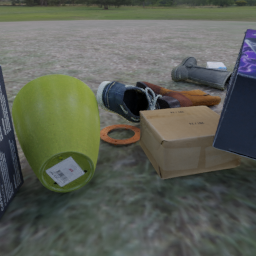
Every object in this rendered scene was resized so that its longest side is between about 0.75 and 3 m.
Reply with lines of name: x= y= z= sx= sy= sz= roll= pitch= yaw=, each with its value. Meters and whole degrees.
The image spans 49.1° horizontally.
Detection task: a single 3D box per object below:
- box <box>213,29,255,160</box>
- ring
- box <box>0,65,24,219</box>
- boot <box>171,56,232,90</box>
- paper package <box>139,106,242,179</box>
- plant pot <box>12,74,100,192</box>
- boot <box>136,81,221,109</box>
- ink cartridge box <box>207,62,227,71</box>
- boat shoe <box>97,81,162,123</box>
box: x=2.750 y=-0.585 z=4.872 sx=1.932 sy=1.362 sz=2.611 roll=16 pitch=37 yaw=15
ring: x=-0.168 y=0.164 z=6.848 sx=1.060 sy=0.102 sz=1.060 roll=0 pitch=24 yaw=0
box: x=-2.465 y=0.431 z=3.748 sx=1.147 sy=2.203 sz=2.006 roll=0 pitch=25 yaw=1
boot: x=3.121 y=-2.240 z=11.170 sx=2.264 sy=0.821 sz=2.058 roll=10 pitch=40 yaw=35
paper package: x=1.213 y=0.210 z=5.843 sx=1.657 sy=0.857 sz=1.580 roll=-7 pitch=26 yaw=-13
plant pot: x=-1.219 y=0.207 z=5.144 sx=1.756 sy=1.756 sz=1.877 roll=-7 pitch=36 yaw=-15
boot: x=1.525 y=-1.110 z=8.865 sx=2.126 sy=0.728 sz=2.002 roll=-14 pitch=27 yaw=-31
ink cartridge box: x=3.866 y=-2.588 z=12.372 sx=0.719 sy=0.424 sz=1.249 roll=4 pitch=25 yaw=8
boat shoe: x=0.245 y=-0.580 z=6.774 sx=0.745 sy=0.902 sz=2.409 roll=13 pitch=-5 yaw=33
